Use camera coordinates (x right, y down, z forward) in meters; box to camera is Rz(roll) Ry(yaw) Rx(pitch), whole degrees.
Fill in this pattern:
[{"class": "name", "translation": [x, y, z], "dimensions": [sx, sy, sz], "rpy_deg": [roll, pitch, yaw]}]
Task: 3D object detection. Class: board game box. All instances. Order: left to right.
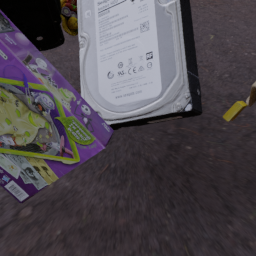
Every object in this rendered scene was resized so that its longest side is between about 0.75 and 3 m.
[{"class": "board game box", "translation": [-1.553, -0.438, 2.812], "dimensions": [1.555, 2.591, 0.419], "rpy_deg": [-32, 17, 35]}]

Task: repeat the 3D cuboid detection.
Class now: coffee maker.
[{"class": "coffee maker", "translation": [-2.125, -3.287, 6.284], "dimensions": [1.554, 2.216, 2.307], "rpy_deg": [5, 56, -23]}]

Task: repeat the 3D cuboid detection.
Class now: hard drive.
[{"class": "hard drive", "translation": [0.055, -1.408, 4.444], "dimensions": [1.922, 2.751, 0.520], "rpy_deg": [-9, -11, 33]}]

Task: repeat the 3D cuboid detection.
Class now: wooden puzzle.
[{"class": "wooden puzzle", "translation": [2.599, -0.988, 4.722], "dimensions": [0.288, 2.462, 1.661], "rpy_deg": [44, 14, 17]}]

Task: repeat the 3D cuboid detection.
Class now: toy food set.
[{"class": "toy food set", "translation": [-1.507, -3.347, 8.025], "dimensions": [0.486, 0.876, 1.488], "rpy_deg": [-18, 50, 31]}]
